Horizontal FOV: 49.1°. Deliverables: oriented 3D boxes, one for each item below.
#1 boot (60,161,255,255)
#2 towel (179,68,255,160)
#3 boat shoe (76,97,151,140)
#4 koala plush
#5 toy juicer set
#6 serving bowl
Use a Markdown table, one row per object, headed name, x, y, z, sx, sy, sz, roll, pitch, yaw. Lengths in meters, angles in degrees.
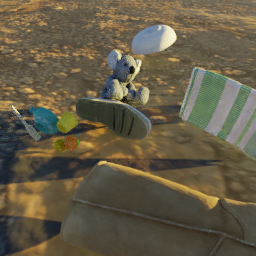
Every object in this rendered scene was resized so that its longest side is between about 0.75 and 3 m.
| name | x | y | z | sx | sy | sz | roll | pitch | yaw |
| --- | --- | --- | --- | --- | --- | --- | --- | --- | --- |
| boot | 0.331 | 1.718 | 3.521 | 2.964 | 0.980 | 2.596 | 8 | 41 | 30 |
| towel | 2.058 | -0.318 | 5.885 | 1.948 | 1.486 | 0.228 | 33 | 49 | 25 |
| boat shoe | -0.275 | -0.339 | 6.804 | 2.122 | 0.793 | 0.726 | 24 | 24 | 30 |
| koala plush | -0.143 | -1.341 | 7.500 | 1.178 | 1.328 | 1.221 | 9 | -3 | -30 |
| toy juicer set | -1.676 | -0.009 | 6.087 | 1.660 | 1.056 | 0.452 | 13 | 47 | 28 |
| serving bowl | 0.905 | -3.424 | 10.547 | 1.724 | 0.567 | 1.724 | -16 | 37 | 12 |
